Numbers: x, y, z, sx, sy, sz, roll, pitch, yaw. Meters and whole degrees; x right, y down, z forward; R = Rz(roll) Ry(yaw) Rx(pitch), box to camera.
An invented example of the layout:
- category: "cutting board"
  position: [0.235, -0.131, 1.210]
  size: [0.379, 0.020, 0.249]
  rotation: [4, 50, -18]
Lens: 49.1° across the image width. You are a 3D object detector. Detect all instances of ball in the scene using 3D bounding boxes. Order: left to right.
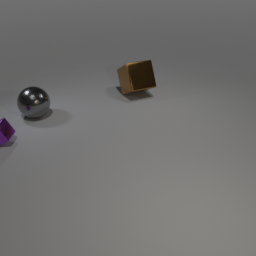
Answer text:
- category: "ball"
  position: [-4.123, -1.118, 12.279]
  size: [1.400, 1.400, 1.400]
  rotation: [0, 29, 0]

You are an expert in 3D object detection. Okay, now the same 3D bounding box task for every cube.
- category: "cube"
  position: [-4.792, 0.166, 10.439]
  size: [0.700, 0.700, 0.700]
  rotation: [-22, 28, 15]
- category: "cube"
  position: [0.426, -2.579, 14.414]
  size: [1.400, 1.400, 1.400]
  rotation: [-14, 4, -23]
